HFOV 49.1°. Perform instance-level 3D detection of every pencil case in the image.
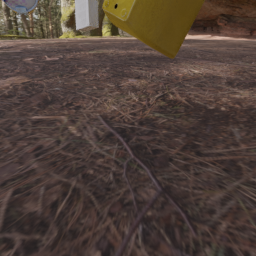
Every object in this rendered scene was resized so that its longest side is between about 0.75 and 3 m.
[{"bbox_3d":[-2.380,-3.452,6.528,0.841,0.918,2.023,-12,47,3],"label":"pencil case"}]

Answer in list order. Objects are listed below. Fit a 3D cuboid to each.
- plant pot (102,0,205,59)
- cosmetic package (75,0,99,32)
[{"bbox_3d":[0.544,-3.564,8.193,2.129,2.068,2.082,2,32,-47],"label":"plant pot"},{"bbox_3d":[-1.548,-4.741,10.466,0.514,2.028,0.837,-7,9,-43],"label":"cosmetic package"}]
